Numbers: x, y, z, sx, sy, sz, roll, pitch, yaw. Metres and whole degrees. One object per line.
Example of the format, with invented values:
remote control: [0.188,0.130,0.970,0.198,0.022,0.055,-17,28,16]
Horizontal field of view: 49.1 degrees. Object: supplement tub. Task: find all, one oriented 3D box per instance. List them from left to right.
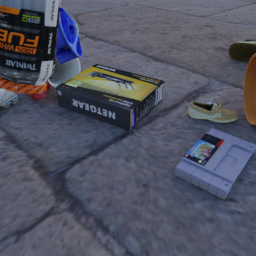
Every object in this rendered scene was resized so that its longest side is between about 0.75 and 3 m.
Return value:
supplement tub: [-1.992,-1.739,5.449,1.198,1.956,1.198,10,22,-4]

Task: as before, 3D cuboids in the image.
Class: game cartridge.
game cartridge: [2.134,0.732,6.732,1.287,0.381,1.985,28,43,27]

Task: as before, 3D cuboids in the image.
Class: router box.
router box: [-0.540,-1.119,8.977,2.759,0.721,2.169,19,39,24]

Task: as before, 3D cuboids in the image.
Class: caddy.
caddy: [-1.574,-2.323,6.995,0.768,1.034,1.462,-22,56,12]

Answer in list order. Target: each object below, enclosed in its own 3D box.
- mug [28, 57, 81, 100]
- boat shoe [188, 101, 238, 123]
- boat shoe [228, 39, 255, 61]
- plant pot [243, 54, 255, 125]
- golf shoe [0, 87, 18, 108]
mug: [-2.959,-2.004,9.593,2.057,1.372,1.826,16,46,42]
boat shoe: [2.541,-0.510,8.335,1.470,0.488,0.544,5,36,7]
boat shoe: [5.803,-3.237,11.690,2.953,1.081,0.957,20,45,26]
plant pot: [4.173,-1.060,7.758,1.389,1.984,1.984,1,35,6]
golf shoe: [-4.221,-0.837,8.384,0.799,0.993,2.042,12,39,13]
